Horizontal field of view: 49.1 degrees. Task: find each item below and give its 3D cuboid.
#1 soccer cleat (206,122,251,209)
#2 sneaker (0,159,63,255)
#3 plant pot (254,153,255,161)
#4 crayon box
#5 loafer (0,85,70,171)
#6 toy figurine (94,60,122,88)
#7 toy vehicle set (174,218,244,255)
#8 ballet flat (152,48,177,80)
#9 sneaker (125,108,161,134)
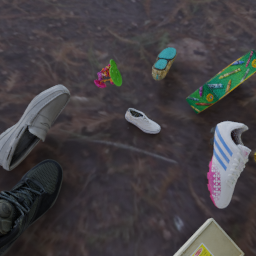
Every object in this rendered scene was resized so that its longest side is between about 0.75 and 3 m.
[{"bbox_3d":[2.527,0.896,6.943,0.950,0.768,2.200,-6,76,45],"label":"soccer cleat"},{"bbox_3d":[-2.466,1.740,6.555,1.093,1.638,2.860,40,55,2],"label":"sneaker"},{"bbox_3d":[3.759,0.797,7.578,0.533,0.751,0.751,-22,58,4],"label":"plant pot"},{"bbox_3d":[3.073,-1.459,8.929,2.257,1.340,0.657,-35,86,-21],"label":"crayon box"},{"bbox_3d":[-2.621,-0.011,8.006,0.993,0.995,2.844,39,85,28],"label":"loafer"},{"bbox_3d":[-0.714,-1.614,8.818,0.797,0.650,0.866,-15,84,29],"label":"toy figurine"},{"bbox_3d":[1.736,3.059,6.405,1.734,0.230,1.078,-35,76,-25],"label":"toy vehicle set"},{"bbox_3d":[1.261,-2.241,9.869,0.631,0.631,1.785,19,44,12],"label":"ballet flat"},{"bbox_3d":[0.457,-0.218,8.700,1.211,0.429,0.442,25,59,10],"label":"sneaker"}]
